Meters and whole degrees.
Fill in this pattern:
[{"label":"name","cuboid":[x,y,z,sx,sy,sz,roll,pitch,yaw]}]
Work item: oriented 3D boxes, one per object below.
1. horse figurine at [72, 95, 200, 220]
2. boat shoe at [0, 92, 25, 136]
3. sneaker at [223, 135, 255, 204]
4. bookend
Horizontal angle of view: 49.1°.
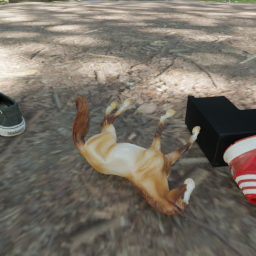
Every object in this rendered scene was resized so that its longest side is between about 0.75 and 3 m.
[{"label":"horse figurine","cuboid":[0.021,0.311,4.878,2.665,0.665,1.766,19,62,19]},{"label":"boat shoe","cuboid":[-3.568,-0.702,7.173,2.726,0.772,0.935,27,38,29]},{"label":"sneaker","cuboid":[2.863,0.599,4.430,2.307,0.904,1.333,-24,53,16]},{"label":"bookend","cuboid":[2.375,-0.068,6.182,1.729,0.801,1.740,-6,33,-9]}]
